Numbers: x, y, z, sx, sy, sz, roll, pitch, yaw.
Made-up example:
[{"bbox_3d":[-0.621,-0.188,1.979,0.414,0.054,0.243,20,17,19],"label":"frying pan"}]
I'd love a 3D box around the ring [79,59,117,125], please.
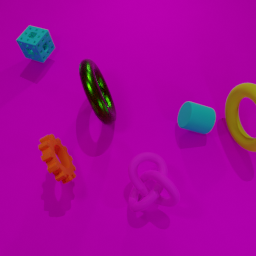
[{"bbox_3d":[-0.868,-1.055,8.288,0.414,2.068,2.068,-21,63,7],"label":"ring"}]

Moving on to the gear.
[{"bbox_3d":[-1.800,0.787,7.218,0.242,1.308,1.308,-29,64,6],"label":"gear"}]

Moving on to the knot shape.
[{"bbox_3d":[0.510,1.557,7.323,1.486,0.734,1.588,-49,59,21],"label":"knot shape"}]

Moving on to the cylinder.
[{"bbox_3d":[2.046,-0.303,8.403,0.823,0.823,0.823,14,61,-18],"label":"cylinder"}]

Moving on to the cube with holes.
[{"bbox_3d":[-3.099,-2.836,9.477,0.773,0.773,0.773,18,62,17],"label":"cube with holes"}]

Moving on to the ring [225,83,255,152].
[{"bbox_3d":[3.419,-0.287,7.898,0.394,1.970,1.970,-13,63,-13],"label":"ring"}]
